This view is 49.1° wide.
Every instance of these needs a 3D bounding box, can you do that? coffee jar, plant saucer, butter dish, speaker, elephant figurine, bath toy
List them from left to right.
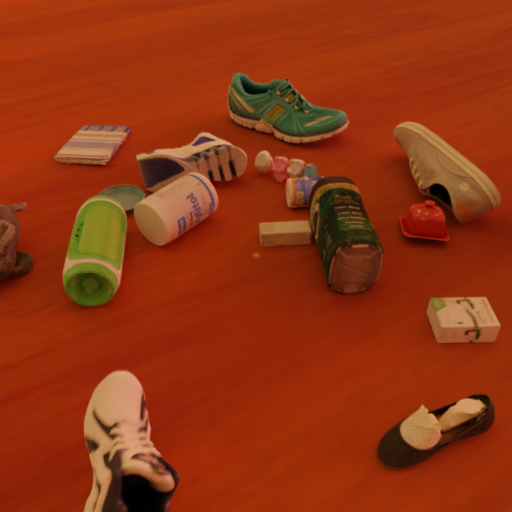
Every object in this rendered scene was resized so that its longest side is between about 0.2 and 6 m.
[{"bbox_3d":[-4.310,-0.038,9.265,1.687,1.309,1.193,46,16,29],"label":"elephant figurine"},{"bbox_3d":[-2.658,-0.133,9.354,0.914,0.914,2.067,-4,39,-5],"label":"speaker"},{"bbox_3d":[-2.671,-1.082,11.069,0.960,0.173,0.960,0,40,0],"label":"plant saucer"},{"bbox_3d":[0.615,-1.772,11.653,1.408,0.612,0.520,23,9,30],"label":"bath toy"},{"bbox_3d":[1.470,-0.436,9.552,0.901,1.102,2.113,-2,41,-6],"label":"coffee jar"},{"bbox_3d":[3.096,-0.705,10.183,0.840,0.623,0.843,8,30,4],"label":"butter dish"}]

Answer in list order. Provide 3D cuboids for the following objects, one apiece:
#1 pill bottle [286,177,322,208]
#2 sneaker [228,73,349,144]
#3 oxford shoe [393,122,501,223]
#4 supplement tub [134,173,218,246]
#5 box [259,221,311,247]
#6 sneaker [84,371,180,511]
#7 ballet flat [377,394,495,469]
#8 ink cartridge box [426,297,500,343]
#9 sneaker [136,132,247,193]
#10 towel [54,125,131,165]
[{"bbox_3d":[1.123,-1.254,10.958,1.025,0.575,0.575,-4,40,-5],"label":"pill bottle"},{"bbox_3d":[0.657,-3.482,13.152,3.117,1.242,1.208,19,43,21],"label":"sneaker"},{"bbox_3d":[3.534,-1.737,11.248,0.933,1.215,3.231,-39,41,9],"label":"oxford shoe"},{"bbox_3d":[-1.441,-0.873,10.246,0.897,0.897,1.359,26,47,28],"label":"supplement tub"},{"bbox_3d":[0.520,-0.403,10.130,0.911,0.312,0.374,-2,39,-3],"label":"box"},{"bbox_3d":[-1.269,2.081,5.908,0.804,1.310,2.013,26,49,-30],"label":"sneaker"},{"bbox_3d":[2.233,2.070,6.916,1.661,0.568,0.565,-17,44,-19],"label":"ballet flat"},{"bbox_3d":[3.104,0.959,8.425,0.881,0.372,0.644,-2,39,-2],"label":"ink cartridge box"},{"bbox_3d":[-1.345,-1.980,11.743,2.196,0.887,1.268,-9,28,-5],"label":"sneaker"},{"bbox_3d":[-3.706,-2.562,12.858,1.267,0.205,1.724,4,38,8],"label":"towel"}]
